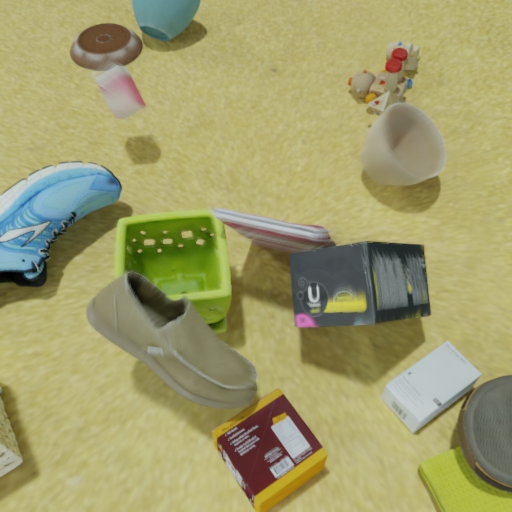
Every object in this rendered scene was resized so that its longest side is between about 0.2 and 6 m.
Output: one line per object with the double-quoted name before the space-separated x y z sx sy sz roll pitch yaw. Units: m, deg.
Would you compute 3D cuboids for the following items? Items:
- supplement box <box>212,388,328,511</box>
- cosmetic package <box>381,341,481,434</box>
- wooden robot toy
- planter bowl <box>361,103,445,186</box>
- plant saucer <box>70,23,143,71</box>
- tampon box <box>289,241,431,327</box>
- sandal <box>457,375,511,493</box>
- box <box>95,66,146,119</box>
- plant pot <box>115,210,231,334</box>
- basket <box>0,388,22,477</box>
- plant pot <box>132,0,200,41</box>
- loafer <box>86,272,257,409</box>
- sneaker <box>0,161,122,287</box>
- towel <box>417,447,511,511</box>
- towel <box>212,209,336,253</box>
"supplement box" 0.143 2.224 6.397 0.932 0.628 0.945 -29 59 -19
"cosmetic package" 2.166 1.617 6.952 1.075 0.436 0.607 -31 58 -20
"wooden robot toy" 2.220 -3.297 10.218 1.057 1.026 2.329 14 54 23
"planter bowl" 2.197 -1.628 8.789 1.265 0.851 1.265 11 67 -27
"plant saucer" -3.041 -4.281 11.288 1.473 0.269 1.473 0 55 0
"tampon box" 1.299 0.367 6.888 1.467 1.100 0.926 2 81 -48
"sandal" 3.918 1.869 6.276 3.398 0.927 1.388 3 49 -4
"box" -2.123 -2.559 8.786 0.441 0.376 0.689 -25 97 16
"plant pot" -1.035 0.332 7.370 1.384 1.256 1.377 -6 54 -4
"basket" -3.814 2.114 6.033 2.098 1.422 1.294 -29 63 -19
"plant pot" -1.908 -4.896 11.224 1.375 1.375 0.926 18 91 12
"loafer" -0.834 0.911 6.075 2.092 0.705 0.795 31 28 -6
"sneaker" -3.222 -0.206 8.064 3.072 1.204 1.382 -34 81 -20
"towel" 3.309 3.740 5.540 1.746 0.366 4.058 -13 54 -15
"towel" 0.353 -0.284 7.440 1.389 1.928 0.219 12 85 16
